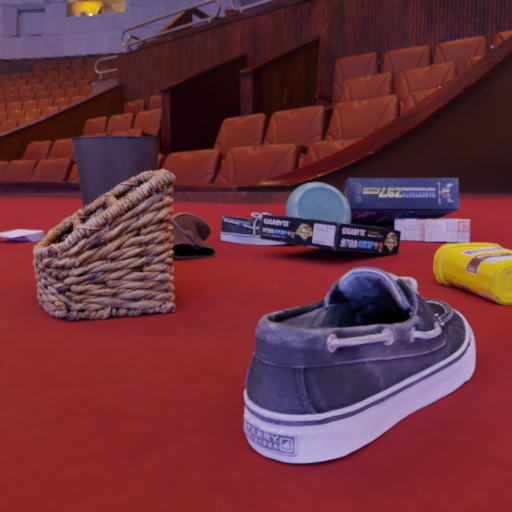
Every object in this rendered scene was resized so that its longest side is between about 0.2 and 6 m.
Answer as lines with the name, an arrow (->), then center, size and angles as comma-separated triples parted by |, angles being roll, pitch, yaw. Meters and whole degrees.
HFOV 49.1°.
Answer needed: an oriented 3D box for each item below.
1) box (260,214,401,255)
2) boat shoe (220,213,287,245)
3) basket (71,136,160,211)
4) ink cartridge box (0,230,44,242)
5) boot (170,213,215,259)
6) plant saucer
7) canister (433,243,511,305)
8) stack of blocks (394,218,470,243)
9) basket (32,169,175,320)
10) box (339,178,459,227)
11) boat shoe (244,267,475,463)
box -> 1.519, -0.420, 11.200 | 1.844, 0.534, 2.320 | 11, 6, 43
boat shoe -> 0.094, -0.664, 13.280 | 2.138, 0.730, 0.789 | 6, 10, 36
basket -> -3.129, -1.422, 12.633 | 2.182, 2.420, 1.646 | 6, 10, 31
ink cartridge box -> -5.833, -0.443, 13.612 | 0.828, 0.258, 1.030 | 3, 14, 21
boot -> -1.425, -0.302, 11.705 | 2.211, 0.800, 1.839 | 3, 19, -46
plant saucer -> 1.519, -1.083, 13.339 | 1.598, 1.598, 0.287 | -1, -18, -8
canister -> 3.273, 0.224, 7.676 | 1.071, 0.624, 1.442 | -2, 10, -11
stack of blocks -> 4.334, -0.644, 13.808 | 1.757, 0.515, 1.012 | 3, 7, 22
basket -> -2.009, -0.258, 7.193 | 1.633, 1.704, 2.287 | -3, 10, -18
box -> 3.637, -1.389, 15.462 | 2.771, 0.896, 3.514 | -1, -4, -1
boat shoe -> 0.916, 0.546, 4.228 | 1.010, 0.954, 2.815 | 7, 11, 40
